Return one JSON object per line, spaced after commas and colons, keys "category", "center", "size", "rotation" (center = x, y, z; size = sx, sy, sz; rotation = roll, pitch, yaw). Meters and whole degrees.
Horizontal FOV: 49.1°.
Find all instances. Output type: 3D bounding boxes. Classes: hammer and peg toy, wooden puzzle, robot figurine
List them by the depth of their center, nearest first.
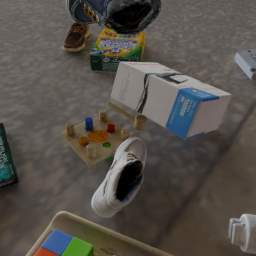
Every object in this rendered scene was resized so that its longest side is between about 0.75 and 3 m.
{"category": "wooden puzzle", "center": [-0.732, 2.697, 3.964], "size": [2.662, 0.665, 2.874], "rotation": [16, 43, 17]}
{"category": "robot figurine", "center": [2.384, 1.885, 4.913], "size": [1.146, 0.647, 0.972], "rotation": [6, 7, 7]}
{"category": "hammer and peg toy", "center": [-0.534, 0.123, 6.965], "size": [1.903, 0.671, 1.400], "rotation": [-26, 47, -31]}

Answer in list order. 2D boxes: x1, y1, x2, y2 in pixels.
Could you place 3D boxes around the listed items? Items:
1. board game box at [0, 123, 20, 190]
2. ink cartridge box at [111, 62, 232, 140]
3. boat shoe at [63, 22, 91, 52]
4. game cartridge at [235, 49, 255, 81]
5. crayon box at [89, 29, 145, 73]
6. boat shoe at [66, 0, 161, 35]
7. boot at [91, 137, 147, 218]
{"category": "board game box", "center": [-3.443, 0.735, 6.534], "size": [1.375, 0.286, 2.033], "rotation": [-19, 44, -20]}
{"category": "ink cartridge box", "center": [1.087, -0.849, 7.364], "size": [2.518, 1.061, 1.821], "rotation": [32, 27, 32]}
{"category": "boat shoe", "center": [-2.114, -3.923, 11.491], "size": [0.869, 0.867, 2.410], "rotation": [7, 41, 8]}
{"category": "game cartridge", "center": [5.245, -2.301, 9.940], "size": [2.554, 0.530, 1.701], "rotation": [-4, 37, -4]}
{"category": "crayon box", "center": [-0.291, -3.054, 10.619], "size": [1.700, 0.697, 2.704], "rotation": [6, 41, 6]}
{"category": "boat shoe", "center": [-0.410, -2.125, 4.859], "size": [0.950, 1.219, 2.686], "rotation": [11, -10, -33]}
{"category": "boot", "center": [0.071, 0.839, 5.715], "size": [0.772, 1.003, 2.099], "rotation": [38, 49, -11]}
